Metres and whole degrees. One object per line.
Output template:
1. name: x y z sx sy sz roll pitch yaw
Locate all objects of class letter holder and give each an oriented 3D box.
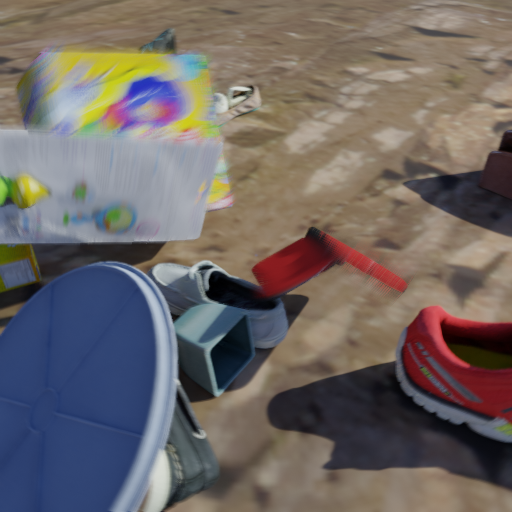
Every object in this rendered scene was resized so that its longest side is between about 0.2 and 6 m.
1. letter holder: 4.726 -1.469 8.914 1.808 1.285 0.909 32 49 31

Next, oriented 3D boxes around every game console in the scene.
1. game console: 0.794 0.243 6.568 1.310 0.902 1.520 29 7 -13

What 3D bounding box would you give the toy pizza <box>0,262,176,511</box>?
1. toy pizza: -1.758 1.449 5.084 2.961 0.469 2.961 -20 53 29

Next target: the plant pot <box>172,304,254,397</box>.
1. plant pot: -0.576 0.992 6.462 0.771 0.755 0.757 19 43 31

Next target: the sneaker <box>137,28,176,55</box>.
1. sneaker: -2.430 -4.960 13.469 0.792 0.754 1.999 3 40 6

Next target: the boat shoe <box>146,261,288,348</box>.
1. boat shoe: -0.534 0.427 7.084 2.101 0.748 0.733 21 45 23

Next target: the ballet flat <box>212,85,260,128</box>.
1. ballet flat: -0.613 -3.070 11.351 0.587 0.580 1.725 32 50 30

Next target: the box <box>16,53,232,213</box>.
1. box: -1.779 -1.487 7.678 2.238 2.155 1.365 -14 6 -34

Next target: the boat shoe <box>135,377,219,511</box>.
1. boat shoe: -1.277 1.305 5.902 0.992 1.118 2.992 6 24 -38

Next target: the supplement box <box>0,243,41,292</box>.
1. supplement box: -3.463 0.153 7.612 0.894 0.487 0.490 -16 43 -18

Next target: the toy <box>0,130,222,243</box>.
1. toy: -1.693 -0.833 6.334 2.390 1.376 0.564 -5 42 -30

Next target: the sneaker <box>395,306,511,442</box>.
1. sneaker: 2.930 1.320 5.602 3.048 1.294 1.174 15 42 17
